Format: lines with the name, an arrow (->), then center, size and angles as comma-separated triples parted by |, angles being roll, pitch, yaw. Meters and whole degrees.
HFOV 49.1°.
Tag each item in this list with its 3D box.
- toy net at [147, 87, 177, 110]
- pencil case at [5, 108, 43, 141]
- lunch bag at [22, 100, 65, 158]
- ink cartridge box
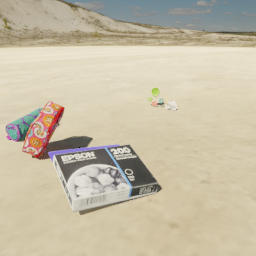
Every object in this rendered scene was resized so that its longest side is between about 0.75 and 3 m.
toy net -> 1.279, -0.997, 10.489 | 1.200, 0.630, 0.232 | 39, 2, 24
pencil case -> -2.828, -0.111, 7.927 | 0.583, 0.537, 1.263 | -30, 8, 36
lunch bag -> -1.946, -0.017, 6.526 | 0.505, 1.232, 1.085 | 28, 31, -12
ink cartridge box -> -0.517, 0.731, 5.312 | 1.632, 0.357, 1.647 | -5, 34, -29
